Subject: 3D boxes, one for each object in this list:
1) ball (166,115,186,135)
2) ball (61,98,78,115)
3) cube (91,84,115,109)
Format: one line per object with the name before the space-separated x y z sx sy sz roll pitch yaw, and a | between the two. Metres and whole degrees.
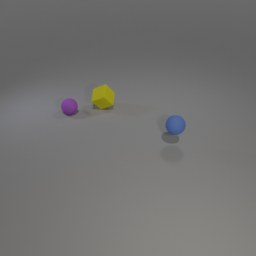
ball | 1.669 -0.103 9.822 0.700 0.700 0.700 0 33 0
ball | -2.500 -0.925 11.978 0.700 0.700 0.700 0 33 0
cube | -1.080 -1.350 12.219 0.700 0.700 0.700 -15 55 30
